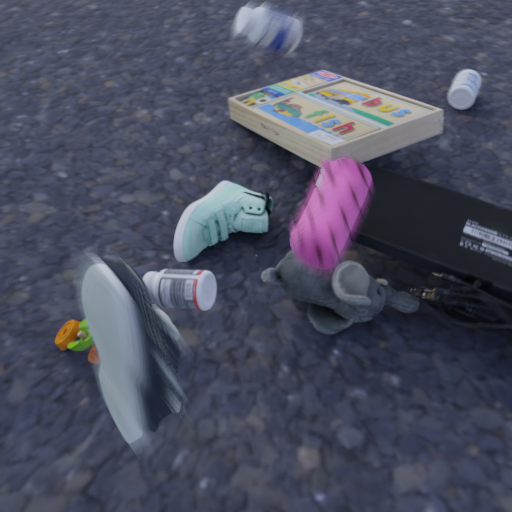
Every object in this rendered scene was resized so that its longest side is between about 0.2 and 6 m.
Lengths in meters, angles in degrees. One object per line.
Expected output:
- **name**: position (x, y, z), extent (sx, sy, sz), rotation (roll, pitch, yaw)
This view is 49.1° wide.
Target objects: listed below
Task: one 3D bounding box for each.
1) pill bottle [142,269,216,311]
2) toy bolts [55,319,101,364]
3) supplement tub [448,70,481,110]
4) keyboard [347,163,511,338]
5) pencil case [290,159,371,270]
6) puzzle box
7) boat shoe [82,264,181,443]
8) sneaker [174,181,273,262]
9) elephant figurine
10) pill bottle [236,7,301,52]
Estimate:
- **pill bottle**: position (-0.758, 0.324, 5.474), extent (0.667, 0.387, 0.387), rotation (2, 45, 21)
- **toy bolts**: position (-2.446, 1.174, 8.804), extent (1.095, 0.795, 1.146), rotation (-15, 43, 46)
- **supplement tub**: position (5.044, -4.026, 13.562), extent (0.621, 0.621, 0.942), rotation (19, 50, 17)
- **keyboard**: position (3.643, 0.253, 9.193), extent (5.233, 1.037, 2.723), rotation (22, 49, 16)
- **pencil case**: position (0.996, -0.613, 7.671), extent (0.749, 0.726, 1.599), rotation (33, 55, -9)
- **puzzle box**: position (1.532, -3.048, 12.022), extent (2.749, 0.525, 4.131), rotation (-23, 36, -21)
- **boat shoe**: position (-1.225, 0.971, 5.903), extent (0.797, 2.641, 0.999), rotation (-24, 57, -29)
- **sneaker**: position (-0.509, -0.586, 10.146), extent (1.284, 0.801, 2.177), rotation (16, 46, 23)
- **elephant figurine**: position (1.391, 0.552, 8.883), extent (1.551, 1.414, 1.999), rotation (-46, 73, 0)
- **pill bottle**: position (0.197, -3.780, 9.304), extent (1.007, 0.559, 0.559), rotation (6, 42, -28)
